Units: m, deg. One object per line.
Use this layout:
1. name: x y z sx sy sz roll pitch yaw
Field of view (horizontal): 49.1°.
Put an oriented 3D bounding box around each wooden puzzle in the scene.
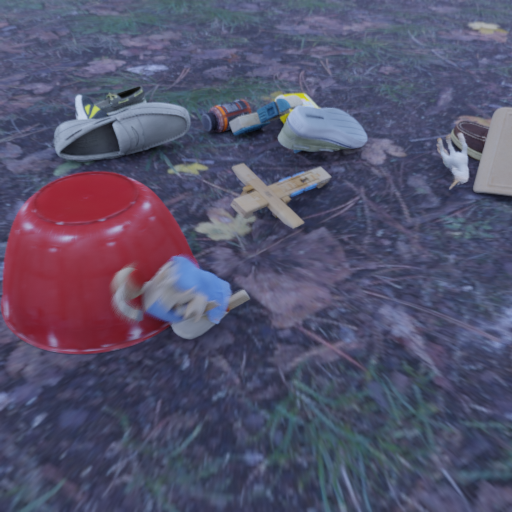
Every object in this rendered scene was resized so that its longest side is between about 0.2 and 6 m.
1. wooden puzzle: 5.425 -1.930 10.718 2.080 0.387 1.924 10 73 34

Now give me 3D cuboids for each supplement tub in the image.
1. supplement tub: -0.716 -3.313 13.361 1.159 0.620 0.620 -24 42 -31

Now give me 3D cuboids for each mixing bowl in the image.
1. mixing bowl: -2.380 -0.195 8.244 3.005 1.627 3.005 -1 36 1

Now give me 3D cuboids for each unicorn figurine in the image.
1. unicorn figurine: 3.961 -1.933 11.175 0.509 0.946 1.378 -14 10 18

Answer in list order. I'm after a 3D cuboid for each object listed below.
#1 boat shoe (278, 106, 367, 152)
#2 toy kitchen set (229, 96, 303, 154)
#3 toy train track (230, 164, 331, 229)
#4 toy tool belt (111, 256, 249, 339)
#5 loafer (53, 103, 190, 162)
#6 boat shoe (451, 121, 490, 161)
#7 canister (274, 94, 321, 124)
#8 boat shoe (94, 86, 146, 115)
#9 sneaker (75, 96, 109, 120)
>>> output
1. boat shoe: 1.432 -2.656 12.041 2.518 0.781 0.907 -1 60 -45
2. toy kitchen set: 0.368 -2.781 12.728 0.923 1.255 1.566 -24 6 -39
3. toy train track: 0.474 -1.121 10.338 1.582 0.449 2.758 46 41 15
4. toy tool belt: -0.928 0.423 7.274 0.999 1.625 1.015 -26 52 32
5. loafer: -2.847 -2.584 12.085 2.948 1.031 1.029 -14 39 -5
6. boat shoe: 5.406 -2.421 11.775 1.031 1.028 2.858 -19 40 -24
7. canister: 1.038 -3.479 13.636 0.990 0.577 1.333 -8 35 -11
8. boat shoe: -3.577 -3.976 14.391 1.584 0.473 0.566 -26 43 -31
9. sneaker: -3.845 -3.201 13.274 0.785 0.691 1.856 -6 45 -18
